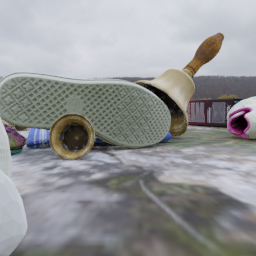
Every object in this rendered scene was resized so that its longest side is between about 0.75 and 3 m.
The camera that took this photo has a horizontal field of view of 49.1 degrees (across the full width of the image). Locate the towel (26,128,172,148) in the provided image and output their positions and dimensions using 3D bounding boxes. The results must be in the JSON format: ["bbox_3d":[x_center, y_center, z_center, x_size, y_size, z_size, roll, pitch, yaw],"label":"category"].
[{"bbox_3d":[-0.504,0.115,4.443,2.031,0.242,1.471,-3,7,-17],"label":"towel"}]

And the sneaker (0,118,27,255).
[{"bbox_3d":[-1.457,-0.138,1.049,2.897,1.174,1.089,5,4,36],"label":"sneaker"}]

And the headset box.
[{"bbox_3d":[2.618,-0.475,8.334,1.531,0.773,2.060,-3,5,-38],"label":"headset box"}]

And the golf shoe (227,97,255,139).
[{"bbox_3d":[2.067,-0.183,4.920,0.890,0.733,1.945,-3,3,-3],"label":"golf shoe"}]

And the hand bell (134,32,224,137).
[{"bbox_3d":[1.158,-1.069,5.137,2.317,1.206,1.206,-48,29,-24],"label":"hand bell"}]

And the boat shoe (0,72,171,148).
[{"bbox_3d":[-0.444,-0.239,3.407,2.155,0.804,0.671,7,8,-25],"label":"boat shoe"}]

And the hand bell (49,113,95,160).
[{"bbox_3d":[-0.518,0.140,3.180,0.463,0.463,0.888,0,-8,5],"label":"hand bell"}]

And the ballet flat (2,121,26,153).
[{"bbox_3d":[-2.152,-0.065,3.127,1.956,0.696,0.676,0,3,0],"label":"ballet flat"}]

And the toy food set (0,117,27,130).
[{"bbox_3d":[-2.877,-0.055,6.187,1.261,0.312,1.984,0,12,7],"label":"toy food set"}]
